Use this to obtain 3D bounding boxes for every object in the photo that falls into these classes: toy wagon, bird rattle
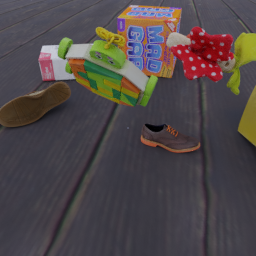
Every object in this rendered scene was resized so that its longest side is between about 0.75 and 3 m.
[{"bbox_3d":[-0.467,-1.244,6.183,2.209,2.848,0.563,24,82,1],"label":"toy wagon"},{"bbox_3d":[1.829,-1.700,6.739,2.694,1.518,2.196,-7,33,-35],"label":"bird rattle"}]

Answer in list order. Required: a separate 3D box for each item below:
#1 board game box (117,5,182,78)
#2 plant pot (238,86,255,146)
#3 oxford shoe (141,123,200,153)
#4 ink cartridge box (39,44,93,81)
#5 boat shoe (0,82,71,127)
[{"bbox_3d":[1.114,-4.434,14.142,2.714,2.712,2.713,8,36,11],"label":"board game box"},{"bbox_3d":[5.350,-0.624,8.448,2.792,2.462,2.791,-3,21,-3],"label":"plant pot"},{"bbox_3d":[1.381,0.286,9.158,1.964,0.712,0.699,8,36,11],"label":"oxford shoe"},{"bbox_3d":[-2.829,-3.306,13.904,2.757,1.169,2.008,-6,35,-6],"label":"ink cartridge box"},{"bbox_3d":[-3.628,-0.902,10.833,2.896,1.045,1.042,-35,16,-27],"label":"boat shoe"}]
